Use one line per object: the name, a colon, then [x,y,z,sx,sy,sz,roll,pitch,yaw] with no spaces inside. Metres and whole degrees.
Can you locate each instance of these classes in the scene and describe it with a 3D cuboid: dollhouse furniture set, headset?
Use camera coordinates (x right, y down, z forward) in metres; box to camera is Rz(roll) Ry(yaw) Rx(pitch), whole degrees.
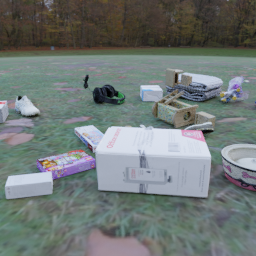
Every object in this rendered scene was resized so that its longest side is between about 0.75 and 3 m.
dollhouse furniture set: [2.202,-1.151,11.258,1.321,2.101,2.375,-14,26,-30]
headset: [-1.352,-2.063,15.450,2.613,1.228,1.614,21,25,22]

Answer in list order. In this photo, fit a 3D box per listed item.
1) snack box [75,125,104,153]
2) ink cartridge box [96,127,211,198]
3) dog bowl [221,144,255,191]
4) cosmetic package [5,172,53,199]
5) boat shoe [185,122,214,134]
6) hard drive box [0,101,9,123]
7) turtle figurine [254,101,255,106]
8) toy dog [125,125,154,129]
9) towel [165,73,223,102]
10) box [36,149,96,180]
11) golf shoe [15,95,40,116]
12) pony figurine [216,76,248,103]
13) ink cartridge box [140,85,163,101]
snack box: [-1.242,0.335,9.871,0.730,0.247,2.031,-9,21,-25]
ink cartridge box: [0.652,0.771,7.255,2.618,1.084,1.918,2,19,7]
dog bowl: [3.288,1.016,7.263,1.730,0.638,1.730,-1,18,0]
cosmetic package: [-2.330,1.360,6.666,1.023,0.379,0.520,-2,19,-13]
boat shoe: [2.587,0.110,10.278,1.168,0.417,0.349,-14,54,-6]
hard drive box: [-6.250,-0.660,12.148,1.769,0.679,1.379,-4,20,-13]
turtle figurine: [6.898,-1.279,13.755,1.179,0.849,1.143,2,22,16]
toy dog: [0.381,0.184,9.973,1.043,0.688,0.502,12,-11,11]
towel: [3.869,-2.405,16.621,2.807,1.201,2.324,17,27,37]
box: [-1.739,0.996,7.870,1.388,0.271,0.950,-12,22,-32]
golf shoe: [-4.761,-1.048,13.062,1.749,0.850,0.685,16,22,36]
pony figurine: [5.630,-1.911,15.077,1.605,1.385,1.663,-17,8,16]
ink cartridge box: [1.315,-2.084,16.419,1.116,0.643,1.928,-1,19,-3]
